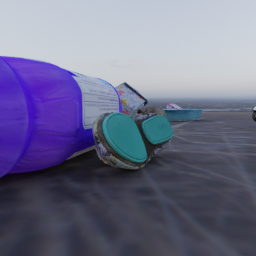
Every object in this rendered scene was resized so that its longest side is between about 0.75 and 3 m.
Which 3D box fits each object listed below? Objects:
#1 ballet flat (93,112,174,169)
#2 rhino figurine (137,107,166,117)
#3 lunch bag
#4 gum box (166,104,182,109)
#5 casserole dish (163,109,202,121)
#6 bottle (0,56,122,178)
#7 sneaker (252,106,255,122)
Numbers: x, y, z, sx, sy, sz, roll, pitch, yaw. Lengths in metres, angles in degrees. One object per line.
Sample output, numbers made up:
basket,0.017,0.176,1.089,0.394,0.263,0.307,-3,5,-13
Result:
ballet flat,-0.002,0.138,2.526,0.510,0.510,1.419,2,4,26
rhino figurine,0.680,-0.369,8.569,0.818,0.560,1.872,2,6,16
lunch bag,0.033,-1.118,10.748,1.208,0.906,1.424,41,39,10
gum box,2.170,-0.781,12.457,0.899,0.297,0.510,34,22,26
casserole dish,2.198,-0.567,11.847,1.561,0.500,2.578,2,3,28
bottle,-0.857,-0.114,2.338,1.123,0.878,2.688,1,4,14
sneaker,3.871,-0.309,7.319,2.584,0.975,1.487,-20,-10,-42
